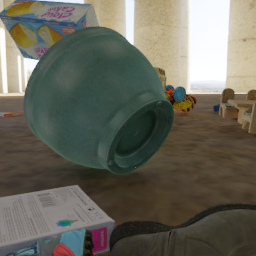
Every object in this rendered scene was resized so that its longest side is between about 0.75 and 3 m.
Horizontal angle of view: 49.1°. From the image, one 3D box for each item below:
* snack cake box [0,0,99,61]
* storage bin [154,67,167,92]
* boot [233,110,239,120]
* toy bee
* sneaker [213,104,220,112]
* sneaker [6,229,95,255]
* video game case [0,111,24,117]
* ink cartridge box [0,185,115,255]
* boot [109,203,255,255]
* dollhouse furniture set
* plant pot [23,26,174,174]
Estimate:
[{"bbox_3d":[-2.192,-2.805,8.360,2.835,1.630,0.952,15,56,24],"label":"snack cake box"},{"bbox_3d":[0.727,-1.089,9.406,0.857,1.816,1.829,6,10,13],"label":"storage bin"},{"bbox_3d":[4.477,-0.533,9.951,1.519,0.550,1.096,-8,10,-26],"label":"boot"},{"bbox_3d":[1.733,-1.202,12.243,2.798,1.521,1.831,24,-2,-17],"label":"toy bee"},{"bbox_3d":[4.361,-0.897,12.440,0.512,0.461,1.315,-11,10,-16],"label":"sneaker"},{"bbox_3d":[-0.464,0.882,1.113,0.649,0.538,1.358,-7,0,-3],"label":"sneaker"},{"bbox_3d":[-4.874,-0.609,11.713,0.934,0.114,1.306,6,11,36],"label":"video game case"},{"bbox_3d":[-0.931,0.786,2.126,1.444,0.303,0.862,-1,8,-28],"label":"ink cartridge box"},{"bbox_3d":[0.457,0.855,1.624,1.208,0.409,0.789,-8,14,-3],"label":"boot"},{"bbox_3d":[4.157,-0.854,7.885,2.432,1.582,2.234,3,14,-2],"label":"dollhouse furniture set"},{"bbox_3d":[-0.231,-0.208,4.054,2.054,2.054,1.376,-9,40,-45],"label":"plant pot"}]
